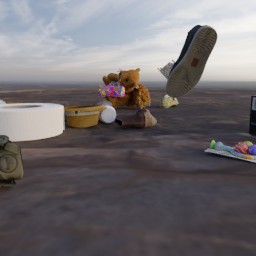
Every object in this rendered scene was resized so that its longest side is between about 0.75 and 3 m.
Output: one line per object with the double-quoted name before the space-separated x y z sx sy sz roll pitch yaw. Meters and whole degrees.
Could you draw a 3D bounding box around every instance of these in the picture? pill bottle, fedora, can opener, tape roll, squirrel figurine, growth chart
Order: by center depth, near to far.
"tape roll" -2.958 -0.231 7.886 2.252 0.788 2.252 0 9 0
"fedora" -1.488 -0.385 9.106 1.640 0.669 1.640 -4 9 1
"growth chart" 1.528 -1.883 9.573 0.105 0.858 1.186 -46 11 -18
"pill bottle" -0.777 -0.517 9.986 0.623 0.623 1.076 -2 9 -14
"can opener" -1.639 -0.672 10.566 2.159 0.722 0.576 -4 11 -21
"squirrel figurine" 0.065 -2.011 14.084 2.488 1.761 2.322 24 -34 -24

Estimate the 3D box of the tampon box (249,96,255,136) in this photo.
"tampon box" 4.338 -0.297 7.351 1.739 1.098 1.303 -3 10 -18

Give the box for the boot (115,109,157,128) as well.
"boot" 0.144 -0.334 9.203 1.205 0.524 1.449 -2 13 -18

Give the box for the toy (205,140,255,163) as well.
"toy" 2.276 0.418 5.605 1.265 0.299 0.728 8 13 38

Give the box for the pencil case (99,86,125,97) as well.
"pencil case" -0.568 -1.259 9.677 0.919 0.406 0.406 2 10 20

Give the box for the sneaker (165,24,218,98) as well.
"sneaker" 1.329 -1.450 6.124 0.607 1.623 0.862 26 22 -11

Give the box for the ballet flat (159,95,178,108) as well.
"ballet flat" 2.327 -1.540 15.601 0.751 0.751 2.123 5 11 27

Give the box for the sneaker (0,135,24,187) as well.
"sneaker" -2.187 0.502 3.597 1.226 0.818 2.140 -5 4 10

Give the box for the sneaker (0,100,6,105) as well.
"sneaker" -5.920 -0.764 10.899 2.275 0.883 1.038 1 14 14
